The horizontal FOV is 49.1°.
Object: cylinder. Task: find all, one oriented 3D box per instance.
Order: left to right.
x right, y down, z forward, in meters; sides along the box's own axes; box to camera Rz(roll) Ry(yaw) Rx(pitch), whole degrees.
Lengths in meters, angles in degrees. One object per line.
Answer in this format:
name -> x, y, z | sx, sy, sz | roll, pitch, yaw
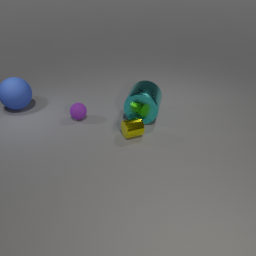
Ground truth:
cylinder -> 0.175, -0.005, 10.556 | 0.700, 0.700, 0.700 | -12, 33, -19
cylinder -> 0.643, -1.079, 11.636 | 1.400, 1.400, 1.400 | 6, 32, 10

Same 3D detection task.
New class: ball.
ball -> -4.928, -1.515, 12.249 | 1.400, 1.400, 1.400 | 0, 31, 0
ball -> -2.062, -0.702, 11.641 | 0.700, 0.700, 0.700 | 0, 31, 0
